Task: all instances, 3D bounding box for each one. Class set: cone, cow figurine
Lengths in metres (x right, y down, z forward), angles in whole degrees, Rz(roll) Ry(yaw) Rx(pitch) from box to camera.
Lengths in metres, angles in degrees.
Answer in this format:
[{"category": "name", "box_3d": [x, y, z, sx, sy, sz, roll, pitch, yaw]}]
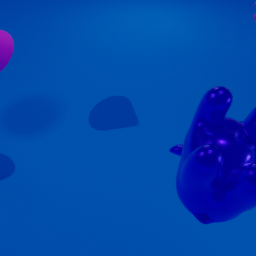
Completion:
[{"category": "cone", "box_3d": [-2.901, -1.637, 5.082, 1.102, 1.106, 1.102, -5, 71, 15]}, {"category": "cow figurine", "box_3d": [0.858, 0.328, 2.845, 0.851, 1.526, 1.551, 21, 51, 8]}]

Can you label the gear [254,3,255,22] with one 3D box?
[{"category": "gear", "box_3d": [3.003, -1.755, 5.194, 1.680, 0.311, 1.680, 13, 65, -31]}]
